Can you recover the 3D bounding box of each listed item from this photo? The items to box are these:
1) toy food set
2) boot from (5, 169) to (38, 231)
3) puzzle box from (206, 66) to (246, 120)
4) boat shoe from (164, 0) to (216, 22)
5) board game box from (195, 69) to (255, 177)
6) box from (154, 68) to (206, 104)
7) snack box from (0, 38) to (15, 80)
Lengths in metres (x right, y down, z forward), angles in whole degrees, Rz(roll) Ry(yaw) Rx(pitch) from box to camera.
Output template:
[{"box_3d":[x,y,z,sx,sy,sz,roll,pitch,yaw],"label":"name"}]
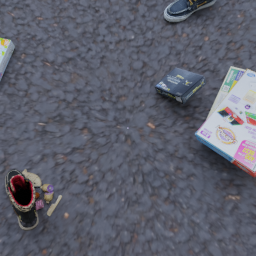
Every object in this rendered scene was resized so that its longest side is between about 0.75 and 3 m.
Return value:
[{"box_3d":[-2.954,2.079,8.901,1.564,0.246,0.994,28,74,9],"label":"toy food set"},{"box_3d":[-3.036,1.751,7.880,0.721,1.484,1.971,-14,57,-24],"label":"boot"},{"box_3d":[3.901,-0.742,9.537,1.807,0.345,2.717,22,73,23],"label":"puzzle box"},{"box_3d":[2.476,-5.029,10.776,2.389,1.084,0.845,-28,74,-9],"label":"boat shoe"},{"box_3d":[3.758,-0.233,8.568,2.115,0.557,2.764,38,86,32],"label":"board game box"},{"box_3d":[1.769,-1.480,9.614,1.123,0.363,1.424,-41,40,-12],"label":"box"},{"box_3d":[-5.106,-2.494,10.273,1.264,0.471,1.777,13,72,4],"label":"snack box"}]
